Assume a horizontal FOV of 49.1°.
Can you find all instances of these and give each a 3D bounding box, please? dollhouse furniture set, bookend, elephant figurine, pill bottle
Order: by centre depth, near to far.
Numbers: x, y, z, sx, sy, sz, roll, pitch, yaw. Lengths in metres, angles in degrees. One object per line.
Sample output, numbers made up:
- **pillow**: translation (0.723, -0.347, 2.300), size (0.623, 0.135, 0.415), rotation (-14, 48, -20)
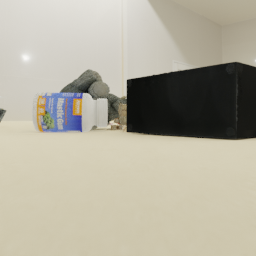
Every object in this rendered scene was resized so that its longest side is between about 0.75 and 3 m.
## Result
- **bookend**: translation (1.986, -0.524, 6.705), size (2.922, 1.346, 2.904), rotation (-1, 2, -40)
- **pill bottle**: translation (-1.558, -0.432, 7.808), size (1.958, 1.097, 1.097), rotation (0, 2, -5)
- **dollhouse furniture set**: translation (-0.306, -0.498, 9.386), size (0.546, 1.119, 0.954), rotation (2, 4, 40)
- **elephant figurine**: translation (-1.002, -0.734, 9.957), size (2.230, 2.033, 2.874), rotation (40, 9, 18)

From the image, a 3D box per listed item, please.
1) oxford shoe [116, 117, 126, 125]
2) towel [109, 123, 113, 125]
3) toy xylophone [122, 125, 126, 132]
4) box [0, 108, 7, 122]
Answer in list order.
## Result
- **oxford shoe**: translation (0.610, -0.455, 13.926), size (2.619, 0.922, 0.979), rotation (-12, 20, -42)
- **towel**: translation (-1.350, -0.269, 17.113), size (0.807, 0.165, 1.103), rotation (1, 2, 2)
- **toy xylophone**: translation (0.458, -0.130, 8.326), size (1.309, 0.449, 1.788), rotation (-1, 1, -4)
- **box**: translation (-6.175, -0.586, 13.265), size (0.232, 0.717, 0.909), rotation (27, 0, -1)
